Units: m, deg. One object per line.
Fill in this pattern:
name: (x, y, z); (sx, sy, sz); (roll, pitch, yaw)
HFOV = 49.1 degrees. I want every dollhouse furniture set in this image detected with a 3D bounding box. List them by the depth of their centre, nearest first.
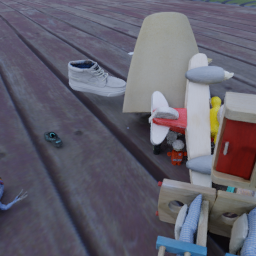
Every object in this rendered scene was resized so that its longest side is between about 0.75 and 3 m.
dollhouse furniture set: (1.324, 1.262, 4.140); (2.096, 2.991, 2.108); (9, 33, 14)

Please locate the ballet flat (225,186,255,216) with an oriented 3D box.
ballet flat: (2.830, 1.100, 6.453); (0.888, 0.899, 2.641); (21, 38, 15)

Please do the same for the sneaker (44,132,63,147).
sneaker: (-2.212, 0.239, 8.188); (0.342, 0.360, 0.907); (-36, 39, -29)

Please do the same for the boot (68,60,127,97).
boot: (-1.035, -1.768, 9.746); (2.175, 1.039, 0.800); (6, 48, 3)

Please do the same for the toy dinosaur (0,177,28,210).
toy dinosaur: (-2.990, 1.579, 5.869); (1.528, 0.802, 1.386); (-35, 15, -13)

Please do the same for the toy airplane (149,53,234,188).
toy airplane: (1.854, -0.220, 6.817); (2.699, 2.711, 1.913); (-41, 10, -30)

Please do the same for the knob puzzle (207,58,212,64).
knob puzzle: (2.616, -3.067, 13.491); (2.558, 0.355, 2.558); (0, 32, 0)

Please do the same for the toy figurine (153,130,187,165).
toy figurine: (1.282, 0.366, 7.666); (1.076, 0.761, 1.093); (-27, 40, -35)

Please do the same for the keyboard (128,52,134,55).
keyboard: (0.433, -4.182, 15.571); (0.883, 0.047, 0.248); (-20, 43, -28)

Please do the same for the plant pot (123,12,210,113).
plant pot: (1.143, -1.852, 8.412); (2.612, 2.789, 2.612); (0, 3, 0)
